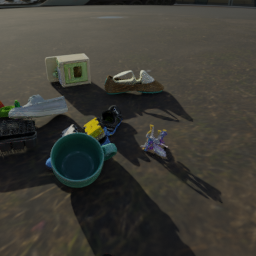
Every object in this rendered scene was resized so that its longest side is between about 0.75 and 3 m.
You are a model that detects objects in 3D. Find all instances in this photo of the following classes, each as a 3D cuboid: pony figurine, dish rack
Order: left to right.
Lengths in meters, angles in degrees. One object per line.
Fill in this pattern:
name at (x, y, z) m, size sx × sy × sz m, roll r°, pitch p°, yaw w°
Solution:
dish rack at (-4.130, 0.105, 10.084) m, size 1.679 × 0.597 × 2.189 m, roll -7°, pitch 30°, yaw -15°
pony figurine at (0.949, 0.459, 9.343) m, size 0.900 × 0.932 × 0.776 m, roll 20°, pitch 24°, yaw 2°

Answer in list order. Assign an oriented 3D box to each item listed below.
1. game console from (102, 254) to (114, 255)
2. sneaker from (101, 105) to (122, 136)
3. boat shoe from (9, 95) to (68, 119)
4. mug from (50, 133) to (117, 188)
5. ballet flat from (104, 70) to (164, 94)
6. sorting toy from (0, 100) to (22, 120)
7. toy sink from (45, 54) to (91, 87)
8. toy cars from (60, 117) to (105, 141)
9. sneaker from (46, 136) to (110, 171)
game console at (-0.179, 3.206, 5.107) m, size 1.475 × 0.259 × 1.668 m, roll 9°, pitch 30°, yaw 23°
sneaker at (-0.628, -0.422, 10.800) m, size 0.658 × 0.769 × 1.856 m, roll 6°, pitch 31°, yaw 8°
boat shoe at (-3.511, -0.869, 10.995) m, size 2.424 × 0.863 × 0.845 m, roll -12°, pitch 3°, yaw -44°
mug at (-1.273, 0.996, 7.878) m, size 1.700 × 1.051 × 1.397 m, roll 15°, pitch 63°, yaw -3°
ballet flat at (0.324, -2.275, 13.702) m, size 2.982 × 1.079 × 1.011 m, roll -1°, pitch 30°, yaw -3°
sorting toy at (-5.149, -1.027, 11.559) m, size 2.552 × 0.879 × 0.885 m, roll 14°, pitch 31°, yaw 35°
toy sink at (-3.122, -2.991, 14.657) m, size 2.103 × 1.370 × 1.178 m, roll -11°, pitch 32°, yaw -19°
toy cars at (-1.484, 0.233, 9.282) m, size 2.483 × 0.550 × 1.113 m, roll -13°, pitch 29°, yaw 43°
sneaker at (-1.562, 0.717, 8.813) m, size 2.097 × 0.822 × 0.691 m, roll -13°, pitch 35°, yaw -19°
